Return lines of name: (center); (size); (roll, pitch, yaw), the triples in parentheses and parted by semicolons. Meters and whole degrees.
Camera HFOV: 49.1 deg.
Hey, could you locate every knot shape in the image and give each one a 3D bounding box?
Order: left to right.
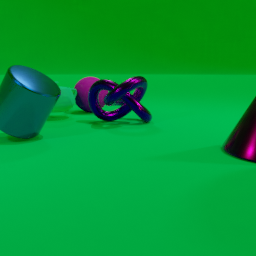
knot shape: (-0.113, -0.787, 7.423); (1.872, 0.865, 1.752); (13, -23, -9)

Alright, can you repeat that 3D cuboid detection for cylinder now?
cylinder: (-2.116, -0.536, 5.770); (1.103, 1.103, 1.103); (30, 21, -13)

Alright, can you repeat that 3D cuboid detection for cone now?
cone: (2.486, -0.326, 4.811); (1.528, 1.534, 1.528); (1, 13, 0)

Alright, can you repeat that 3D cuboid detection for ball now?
ball: (-1.261, -1.133, 9.501); (1.194, 1.194, 1.194); (0, 12, 0)

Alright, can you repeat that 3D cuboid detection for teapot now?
teapot: (-2.168, -0.928, 8.275); (1.103, 0.869, 1.774); (9, 17, 34)
